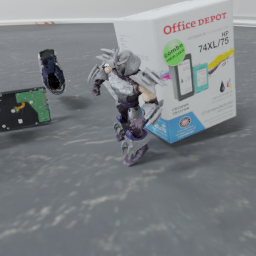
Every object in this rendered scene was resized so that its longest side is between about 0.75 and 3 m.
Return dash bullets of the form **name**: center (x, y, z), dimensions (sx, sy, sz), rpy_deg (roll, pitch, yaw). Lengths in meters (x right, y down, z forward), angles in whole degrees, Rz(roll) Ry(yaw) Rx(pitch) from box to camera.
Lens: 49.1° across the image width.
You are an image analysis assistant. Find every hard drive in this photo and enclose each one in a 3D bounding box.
- **hard drive**: center (-2.875, -0.536, 7.554), dimensions (1.433, 1.001, 0.271), rpy_deg (-12, 26, -20)

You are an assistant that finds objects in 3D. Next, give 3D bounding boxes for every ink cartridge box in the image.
- **ink cartridge box**: center (1.197, -1.535, 7.113), dimensions (2.090, 2.849, 2.080), rpy_deg (-22, 27, -18)
- **ink cartridge box**: center (-0.300, -1.495, 8.984), dimensions (0.553, 1.292, 0.954), rpy_deg (-46, 21, -27)

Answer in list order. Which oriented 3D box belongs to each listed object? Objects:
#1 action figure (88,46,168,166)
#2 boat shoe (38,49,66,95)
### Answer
- **action figure**: center (0.002, -0.424, 5.319), dimensions (0.901, 2.598, 1.691), rpy_deg (-29, 54, -16)
- **boat shoe**: center (-2.350, -1.430, 8.837), dimensions (0.775, 2.075, 0.962), rpy_deg (-13, 65, -7)
